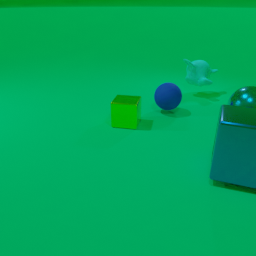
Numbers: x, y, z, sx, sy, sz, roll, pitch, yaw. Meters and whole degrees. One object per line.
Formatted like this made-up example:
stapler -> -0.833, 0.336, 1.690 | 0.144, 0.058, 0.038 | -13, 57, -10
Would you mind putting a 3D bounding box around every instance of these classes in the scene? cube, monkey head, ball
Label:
cube -> 2.469, 0.352, 5.811 | 1.276, 1.276, 1.276 | 10, 23, 16
monkey head -> 2.739, -2.039, 10.407 | 1.591, 0.959, 1.145 | 11, 8, -24
ball -> 1.292, -1.021, 9.053 | 0.896, 0.896, 0.896 | 0, 26, 0
ball -> 3.466, -0.598, 8.007 | 1.199, 1.199, 1.199 | 0, 26, 0
cube -> -0.045, -0.490, 8.287 | 0.766, 0.766, 0.766 | 5, 26, 11
